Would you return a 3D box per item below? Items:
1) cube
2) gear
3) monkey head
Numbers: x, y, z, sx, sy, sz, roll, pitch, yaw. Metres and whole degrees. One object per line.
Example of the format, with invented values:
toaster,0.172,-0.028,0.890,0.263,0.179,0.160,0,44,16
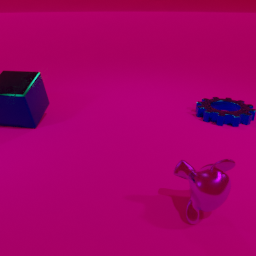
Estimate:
cube,-3.384,-0.899,8.713,1.274,1.274,1.274,4,44,8
gear,3.287,-0.590,9.527,1.895,0.350,1.895,0,25,0
monkey head,1.328,1.003,5.097,0.972,1.351,0.814,29,10,-3
